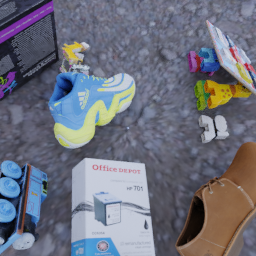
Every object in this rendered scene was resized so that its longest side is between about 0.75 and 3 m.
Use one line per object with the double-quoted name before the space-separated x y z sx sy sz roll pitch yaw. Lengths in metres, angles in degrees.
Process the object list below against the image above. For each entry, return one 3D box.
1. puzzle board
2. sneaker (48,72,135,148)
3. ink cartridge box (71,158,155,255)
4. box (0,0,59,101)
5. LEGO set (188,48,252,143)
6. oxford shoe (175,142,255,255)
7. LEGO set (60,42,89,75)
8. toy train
"puzzle board" 2.641 -1.724 6.880 1.600 0.185 2.123 31 38 -25
"sneaker" -0.743 -0.837 6.297 1.024 1.420 2.704 4 41 31
"ink cartridge box" -0.334 1.644 5.499 1.390 0.815 1.898 8 62 -26
"box" -2.504 -1.739 6.263 1.946 2.722 0.491 -40 85 -17
"LEGO set" 2.321 -1.016 6.944 1.082 1.006 2.637 1 66 -7
"oxford shoe" 1.902 1.312 5.486 1.053 1.053 2.953 37 66 -6
"LEGO set" -1.434 -1.785 7.368 0.731 0.591 1.589 14 34 -19
"toy train" -2.141 1.434 5.332 0.830 1.094 1.914 -44 33 16
